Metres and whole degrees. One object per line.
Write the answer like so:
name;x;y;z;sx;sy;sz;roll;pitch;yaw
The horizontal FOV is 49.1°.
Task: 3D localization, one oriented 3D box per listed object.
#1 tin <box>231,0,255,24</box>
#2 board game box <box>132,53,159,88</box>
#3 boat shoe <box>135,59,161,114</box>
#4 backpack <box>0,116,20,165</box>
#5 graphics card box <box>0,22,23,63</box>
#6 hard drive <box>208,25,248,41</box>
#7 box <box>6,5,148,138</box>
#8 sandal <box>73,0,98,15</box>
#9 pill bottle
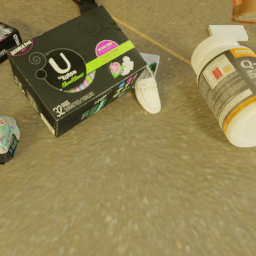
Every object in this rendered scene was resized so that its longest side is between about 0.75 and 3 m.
tin;2.695;-1.754;3.942;2.355;0.493;1.319;1;10;6
board game box;0.182;-1.835;8.749;1.399;0.288;1.396;10;53;8
boat shoe;0.504;-1.220;7.812;0.589;0.576;1.663;-18;78;-20
backpack;-3.231;0.200;6.862;1.012;0.859;1.140;2;47;1
graphics card box;-5.102;-2.411;8.906;1.877;0.761;2.992;28;56;20
hard drive;3.586;-3.416;10.065;1.228;0.161;0.810;0;52;-1
box;-1.240;-1.383;7.088;2.646;1.644;1.965;-36;86;-21
sandal;-1.686;-5.211;11.169;1.024;0.614;2.726;-16;54;-12
pill bottle;2.810;-1.072;7.287;1.683;1.683;2.892;-10;52;-8
